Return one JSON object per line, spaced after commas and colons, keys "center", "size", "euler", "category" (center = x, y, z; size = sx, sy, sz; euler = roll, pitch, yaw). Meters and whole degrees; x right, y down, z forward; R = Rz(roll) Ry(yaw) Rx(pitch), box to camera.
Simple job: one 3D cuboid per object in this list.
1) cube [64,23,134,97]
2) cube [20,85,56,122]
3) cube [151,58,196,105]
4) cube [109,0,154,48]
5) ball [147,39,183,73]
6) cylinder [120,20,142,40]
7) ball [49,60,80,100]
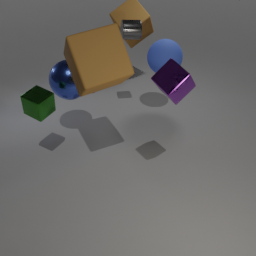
{"center": [-0.854, -1.812, 7.728], "size": [1.400, 1.400, 1.400], "euler": [-21, 4, -15], "category": "cube"}
{"center": [-2.711, -0.748, 8.506], "size": [0.700, 0.700, 0.700], "euler": [25, 46, 17], "category": "cube"}
{"center": [1.123, -1.131, 6.884], "size": [0.700, 0.700, 0.700], "euler": [-44, 62, 8], "category": "cube"}
{"center": [0.201, -4.974, 13.273], "size": [1.400, 1.400, 1.400], "euler": [-36, 74, 4], "category": "cube"}
{"center": [1.461, -2.807, 11.122], "size": [1.400, 1.400, 1.400], "euler": [0, 33, 0], "category": "ball"}
{"center": [0.112, -3.676, 10.472], "size": [0.700, 0.700, 0.700], "euler": [-3, 34, -10], "category": "cylinder"}
{"center": [-2.057, -1.689, 9.831], "size": [1.400, 1.400, 1.400], "euler": [0, 33, 0], "category": "ball"}
